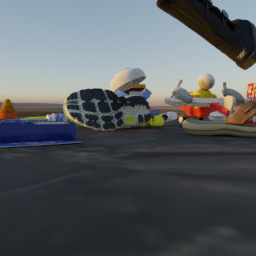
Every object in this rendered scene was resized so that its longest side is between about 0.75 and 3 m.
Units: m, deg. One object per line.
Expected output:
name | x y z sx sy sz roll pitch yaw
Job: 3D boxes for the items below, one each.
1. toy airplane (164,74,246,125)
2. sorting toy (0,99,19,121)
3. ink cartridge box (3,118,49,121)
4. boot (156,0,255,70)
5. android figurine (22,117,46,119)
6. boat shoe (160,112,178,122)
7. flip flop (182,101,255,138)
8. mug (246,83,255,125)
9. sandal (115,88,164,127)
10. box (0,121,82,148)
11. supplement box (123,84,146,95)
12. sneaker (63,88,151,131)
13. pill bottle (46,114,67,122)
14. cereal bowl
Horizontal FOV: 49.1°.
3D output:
toy airplane | 2.773 -0.981 9.676 2.585 1.832 2.597 2 3 25
sorting toy | -5.460 -0.596 10.229 2.971 1.023 1.030 -1 3 -34
ink cartridge box | -3.109 -0.153 8.595 1.296 0.308 1.311 -1 1 -18
boot | 2.156 -3.082 7.686 2.952 0.969 2.433 27 34 -15
android figurine | -3.990 -0.367 12.796 1.475 0.303 1.342 -3 4 -40
boat shoe | 2.079 -0.558 15.027 1.461 0.517 0.506 -11 7 -19
flip flop | 2.136 -0.176 5.243 2.233 0.643 0.905 1 3 27
mug | 4.354 -0.733 8.920 0.938 1.405 1.248 -2 2 -41
sandal | -0.288 -0.647 9.072 2.893 1.259 1.150 -2 5 -11
box | -1.574 0.045 4.383 1.167 0.312 1.927 -2 5 -31
supplement box | 0.153 -1.275 14.762 1.267 1.908 1.882 0 3 -7
sneaker | -0.546 -0.312 7.421 1.107 1.077 2.779 -21 -17 40
pill bottle | -2.952 -0.380 11.591 0.784 0.439 0.439 -2 3 -35
cereal bowl | -0.058 -1.841 10.450 1.425 0.593 1.425 -25 -2 -1
